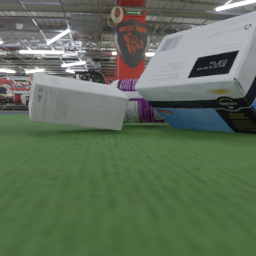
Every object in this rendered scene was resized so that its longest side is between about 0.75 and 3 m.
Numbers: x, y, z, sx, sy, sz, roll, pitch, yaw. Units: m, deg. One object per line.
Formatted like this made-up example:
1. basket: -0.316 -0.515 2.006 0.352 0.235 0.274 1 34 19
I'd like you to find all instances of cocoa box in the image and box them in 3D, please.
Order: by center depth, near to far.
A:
1. cocoa box: 1.677 -0.965 5.645 1.577 1.603 2.403 41 -21 -32

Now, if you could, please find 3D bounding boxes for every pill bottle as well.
1. pill bottle: 0.189 -0.748 7.852 2.220 1.246 1.246 -1 4 9

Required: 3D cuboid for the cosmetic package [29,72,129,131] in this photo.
1. cosmetic package: -1.064 -0.563 5.951 1.894 0.803 1.019 8 19 -22
